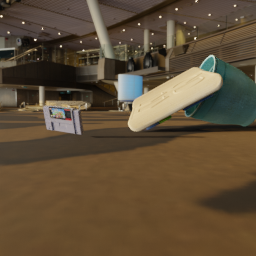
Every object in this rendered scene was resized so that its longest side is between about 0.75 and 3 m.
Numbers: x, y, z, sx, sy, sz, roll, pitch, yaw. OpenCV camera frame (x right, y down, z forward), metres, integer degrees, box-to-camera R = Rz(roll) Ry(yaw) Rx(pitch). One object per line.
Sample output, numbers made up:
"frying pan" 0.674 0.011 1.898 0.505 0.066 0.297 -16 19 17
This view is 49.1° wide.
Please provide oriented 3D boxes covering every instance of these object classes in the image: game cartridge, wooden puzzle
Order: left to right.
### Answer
"game cartridge" -1.332 -0.172 5.730 0.847 0.549 0.163 7 32 20
"wooden puzzle" 1.314 -0.827 8.297 2.618 0.654 2.827 -28 15 11

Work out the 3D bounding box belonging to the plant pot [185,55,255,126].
"plant pot" 3.186 -1.028 9.112 1.963 2.089 2.089 19 3 -5
